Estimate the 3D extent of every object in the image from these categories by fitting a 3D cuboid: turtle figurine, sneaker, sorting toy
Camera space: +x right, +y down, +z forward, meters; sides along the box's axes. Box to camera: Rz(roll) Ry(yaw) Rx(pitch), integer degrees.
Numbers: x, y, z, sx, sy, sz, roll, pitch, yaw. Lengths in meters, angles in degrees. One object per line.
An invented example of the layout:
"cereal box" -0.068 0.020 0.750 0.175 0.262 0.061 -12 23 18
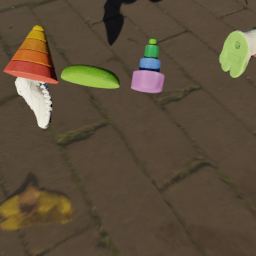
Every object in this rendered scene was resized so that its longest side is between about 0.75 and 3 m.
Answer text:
"turtle figurine" 2.278 -0.880 3.899 2.088 2.154 1.550 -24 87 -27
"sneaker" -1.907 -0.711 5.675 0.654 0.606 1.613 -7 65 -22
"sorting toy" -0.723 -1.188 4.598 2.730 0.946 0.940 8 89 16
